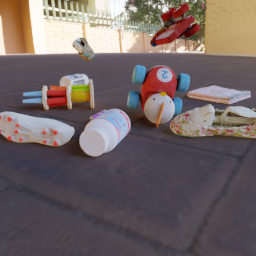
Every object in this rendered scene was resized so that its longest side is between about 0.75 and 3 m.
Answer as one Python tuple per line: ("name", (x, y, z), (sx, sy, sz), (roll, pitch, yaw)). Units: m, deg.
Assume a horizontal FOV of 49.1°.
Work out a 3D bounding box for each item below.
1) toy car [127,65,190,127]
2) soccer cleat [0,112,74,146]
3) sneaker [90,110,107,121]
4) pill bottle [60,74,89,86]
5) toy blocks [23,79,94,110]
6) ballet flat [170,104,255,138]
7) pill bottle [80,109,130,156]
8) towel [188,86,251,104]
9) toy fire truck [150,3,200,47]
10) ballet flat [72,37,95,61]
("toy car", (1.048, -0.920, 9.165), (1.894, 1.817, 2.055), (9, 30, -7))
("soccer cleat", (-2.570, 0.030, 7.672), (2.248, 0.779, 0.872), (12, 16, 13))
("sneaker", (-0.637, -0.197, 8.777), (0.786, 0.500, 1.379), (-24, 22, -39))
("pill bottle", (-2.736, -2.345, 14.492), (0.847, 0.847, 1.489), (9, 20, 26))
("toy blocks", (-2.757, -1.385, 11.443), (2.652, 0.963, 2.210), (-3, 19, -8))
("ballet flat", (2.583, -0.276, 7.881), (2.748, 0.878, 1.039), (0, 50, 7))
("pill bottle", (-0.571, 0.102, 7.121), (0.880, 0.880, 1.618), (6, 20, 16))
("towel", (4.263, -1.598, 13.053), (2.231, 0.360, 2.131), (-16, 24, -42))
("toy fire truck", (1.082, -2.492, 7.122), (1.089, 0.727, 1.297), (-42, 24, -11))
("ballet flat", (-1.842, -3.197, 10.949), (0.598, 0.646, 1.831), (15, 22, -37))
